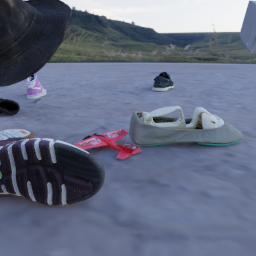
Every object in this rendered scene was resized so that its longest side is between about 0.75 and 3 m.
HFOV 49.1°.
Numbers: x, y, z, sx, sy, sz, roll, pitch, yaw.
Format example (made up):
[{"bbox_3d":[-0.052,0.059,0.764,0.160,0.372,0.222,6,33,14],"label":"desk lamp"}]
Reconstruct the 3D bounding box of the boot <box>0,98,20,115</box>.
[{"bbox_3d":[-4.454,-0.699,9.121,1.524,0.573,1.139,-14,21,-41],"label":"boot"}]

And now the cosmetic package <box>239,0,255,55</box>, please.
[{"bbox_3d":[2.751,-2.031,5.619,0.693,0.821,1.537,9,30,4],"label":"cosmetic package"}]

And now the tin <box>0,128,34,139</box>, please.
[{"bbox_3d":[-2.840,0.340,5.939,1.738,0.364,0.973,-15,25,-42],"label":"tin"}]

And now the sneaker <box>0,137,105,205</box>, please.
[{"bbox_3d":[-1.476,0.466,4.419,2.482,0.939,1.433,1,13,8],"label":"sneaker"}]

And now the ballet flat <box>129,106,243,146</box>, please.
[{"bbox_3d":[1.369,-0.067,6.334,2.691,0.857,0.907,-1,23,-6],"label":"ballet flat"}]

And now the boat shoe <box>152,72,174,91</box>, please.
[{"bbox_3d":[1.939,-2.617,15.342,1.002,0.889,2.681,7,17,23],"label":"boat shoe"}]

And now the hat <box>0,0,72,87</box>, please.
[{"bbox_3d":[-2.573,-2.107,5.528,2.854,1.151,2.854,-12,54,17],"label":"hat"}]

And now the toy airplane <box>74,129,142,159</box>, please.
[{"bbox_3d":[-0.337,0.340,5.994,1.511,0.278,1.511,0,16,0],"label":"toy airplane"}]

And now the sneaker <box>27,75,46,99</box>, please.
[{"bbox_3d":[-4.189,-1.976,12.862,0.654,1.028,1.803,-3,15,-5],"label":"sneaker"}]
